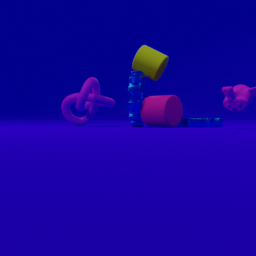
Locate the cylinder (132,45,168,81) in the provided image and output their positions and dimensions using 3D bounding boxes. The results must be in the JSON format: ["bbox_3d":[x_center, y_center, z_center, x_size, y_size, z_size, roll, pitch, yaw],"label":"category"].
[{"bbox_3d":[0.792,-2.301,9.953,0.959,0.959,0.959,30,9,13],"label":"cylinder"}]

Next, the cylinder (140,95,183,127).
[{"bbox_3d":[1.047,-0.526,8.741,0.960,0.960,0.960,3,3,45],"label":"cylinder"}]

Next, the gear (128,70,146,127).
[{"bbox_3d":[0.337,-0.977,9.485,0.345,1.867,1.867,0,2,11],"label":"gear"}]

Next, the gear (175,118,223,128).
[{"bbox_3d":[2.362,-0.183,9.428,1.568,0.290,1.568,0,2,0],"label":"gear"}]

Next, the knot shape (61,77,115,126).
[{"bbox_3d":[-1.525,-0.836,10.036,1.790,0.884,1.913,-34,-26,10],"label":"knot shape"}]

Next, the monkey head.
[{"bbox_3d":[2.826,-0.891,7.266,0.839,0.703,1.166,50,-24,-26],"label":"monkey head"}]
